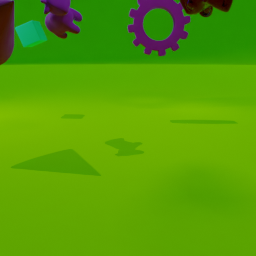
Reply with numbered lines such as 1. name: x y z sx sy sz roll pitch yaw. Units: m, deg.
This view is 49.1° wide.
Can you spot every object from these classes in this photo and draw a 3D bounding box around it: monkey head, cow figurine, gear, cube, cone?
1. monkey head: 1.323 -2.223 4.422 0.954 1.326 0.799 32 59 24
2. cow figurine: -1.697 -2.715 6.713 1.255 0.689 1.234 -4 -16 43
3. gear: 1.028 -3.487 9.434 2.051 2.051 0.379 0 14 -1
4. cube: -3.553 -3.462 10.339 0.719 0.719 0.719 -19 15 9
5. cone: -2.627 -2.161 5.509 1.577 1.571 1.571 -10 5 41
